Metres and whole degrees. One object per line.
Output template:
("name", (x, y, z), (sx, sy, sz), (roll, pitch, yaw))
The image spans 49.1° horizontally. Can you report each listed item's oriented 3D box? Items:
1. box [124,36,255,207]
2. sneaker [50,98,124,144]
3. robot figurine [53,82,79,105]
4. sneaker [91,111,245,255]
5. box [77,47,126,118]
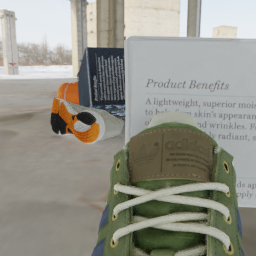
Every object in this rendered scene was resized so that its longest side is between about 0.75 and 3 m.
("box", (1.455, -0.281, 4.260), (2.877, 1.890, 2.892), (2, 12, 4))
("sneaker", (-1.032, -0.159, 6.711), (1.044, 0.859, 2.270), (-1, 17, -43))
("robot figurine", (-2.026, -1.273, 10.965), (1.666, 1.198, 0.972), (8, 2, 6))
("sneaker", (0.147, 0.617, 1.572), (0.959, 1.284, 2.861), (3, 12, 12))
("box", (0.098, -1.205, 8.135), (2.872, 1.538, 2.132), (-3, -6, -16))
